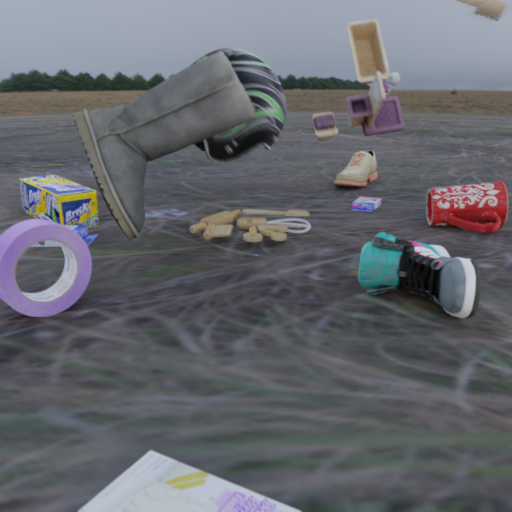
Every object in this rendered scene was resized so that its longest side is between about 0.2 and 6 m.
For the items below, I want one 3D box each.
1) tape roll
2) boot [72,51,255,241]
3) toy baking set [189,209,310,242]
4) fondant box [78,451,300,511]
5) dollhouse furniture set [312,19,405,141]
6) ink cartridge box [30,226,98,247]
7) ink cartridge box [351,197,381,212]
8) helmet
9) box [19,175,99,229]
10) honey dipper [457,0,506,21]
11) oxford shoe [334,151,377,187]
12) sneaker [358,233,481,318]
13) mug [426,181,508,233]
[{"bbox_3d":[-2.923,0.162,7.625,1.282,1.282,0.421,-15,23,-39],"label":"tape roll"},{"bbox_3d":[-1.000,-1.387,6.918,2.105,1.914,0.764,-20,-7,-12],"label":"boot"},{"bbox_3d":[-0.035,-0.607,11.674,2.036,0.309,2.653,13,22,26],"label":"toy baking set"},{"bbox_3d":[-0.478,1.913,3.704,1.367,0.398,0.986,11,21,28],"label":"fondant box"},{"bbox_3d":[2.008,-3.873,11.329,1.961,2.475,1.757,-9,-11,-1],"label":"dollhouse furniture set"},{"bbox_3d":[-3.861,-0.394,11.012,1.310,0.275,0.782,2,19,1],"label":"ink cartridge box"},{"bbox_3d":[2.706,-1.273,13.819,0.550,0.194,0.922,8,21,24],"label":"ink cartridge box"},{"bbox_3d":[-0.421,-2.859,10.624,1.968,2.064,2.064,-25,25,-15],"label":"helmet"},{"bbox_3d":[-4.474,-1.223,12.620,0.897,0.823,2.561,-14,24,-36],"label":"box"},{"bbox_3d":[2.606,-3.434,7.383,1.309,0.249,0.249,28,26,14],"label":"honey dipper"},{"bbox_3d":[2.938,-2.604,16.626,0.909,0.948,2.568,8,20,23],"label":"oxford shoe"},{"bbox_3d":[2.161,0.226,7.900,1.373,0.951,2.274,5,10,-1],"label":"sneaker"},{"bbox_3d":[4.451,-1.052,11.849,1.492,0.995,1.324,-1,10,8],"label":"mug"}]
